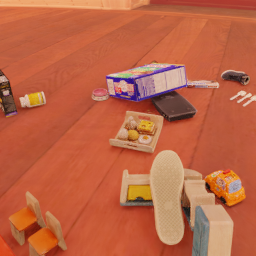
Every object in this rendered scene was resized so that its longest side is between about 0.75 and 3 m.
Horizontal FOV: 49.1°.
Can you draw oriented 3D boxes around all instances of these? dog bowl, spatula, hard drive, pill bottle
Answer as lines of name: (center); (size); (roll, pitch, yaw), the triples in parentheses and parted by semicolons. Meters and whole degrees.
dog bowl: (-1.247, -1.517, 12.601); (0.790, 0.291, 0.790); (0, 34, 0)
spatula: (5.171, -1.325, 12.513); (1.290, 0.104, 0.897); (-28, 48, -34)
hard drive: (1.808, -0.921, 11.552); (1.360, 0.427, 2.017); (-11, 33, -15)
pill bottle: (-4.038, -1.182, 11.861); (0.985, 0.548, 0.548); (-16, 37, -21)

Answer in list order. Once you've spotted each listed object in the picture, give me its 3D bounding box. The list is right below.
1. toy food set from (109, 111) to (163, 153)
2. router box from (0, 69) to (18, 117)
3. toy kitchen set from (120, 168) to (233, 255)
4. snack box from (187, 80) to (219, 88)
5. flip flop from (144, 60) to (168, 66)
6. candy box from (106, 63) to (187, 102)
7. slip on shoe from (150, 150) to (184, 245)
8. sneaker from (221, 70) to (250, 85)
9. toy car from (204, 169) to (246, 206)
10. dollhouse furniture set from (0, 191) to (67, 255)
toy food set: (0.356, 0.046, 9.931); (1.478, 0.622, 2.060); (9, 35, 14)
router box: (-5.185, -1.528, 11.520); (0.498, 1.500, 1.908); (-20, 39, -28)
toy kitchen set: (0.855, 2.135, 6.451); (2.102, 1.545, 2.623); (-1, 13, -1)
snack box: (3.585, -2.137, 13.626); (1.535, 0.187, 0.552); (0, 33, 1)
flip flop: (1.563, -3.569, 15.592); (1.417, 0.408, 0.574); (-5, 34, -8)
candy box: (0.806, -2.080, 12.302); (2.740, 1.056, 2.317); (-19, 21, -29)
slip on shoe: (0.952, 1.618, 6.762); (0.829, 0.685, 2.237); (-2, 65, 3)
sneaker: (5.377, -2.497, 13.890); (1.301, 0.495, 0.940); (-1, 31, -4)
toy car: (3.377, 1.396, 7.759); (2.352, 0.783, 1.154); (-7, 34, -9)
dollhouse furniture set: (-3.246, 2.261, 5.789); (2.870, 1.495, 2.902); (28, 43, 35)
